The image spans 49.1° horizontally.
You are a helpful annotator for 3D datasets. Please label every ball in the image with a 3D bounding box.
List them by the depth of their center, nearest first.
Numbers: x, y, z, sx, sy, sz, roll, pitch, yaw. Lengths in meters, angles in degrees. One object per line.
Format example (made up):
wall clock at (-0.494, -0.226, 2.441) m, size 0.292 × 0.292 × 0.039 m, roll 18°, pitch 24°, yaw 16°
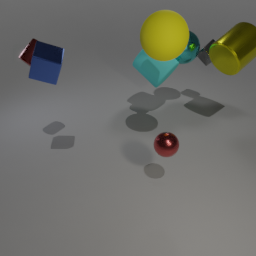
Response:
ball at (1.051, 0.453, 7.675) m, size 0.700 × 0.700 × 0.700 m, roll 0°, pitch 31°, yaw 0°
ball at (1.041, -2.637, 8.047) m, size 1.400 × 1.400 × 1.400 m, roll 0°, pitch 31°, yaw 0°
ball at (2.340, -3.424, 11.873) m, size 1.400 × 1.400 × 1.400 m, roll 0°, pitch 31°, yaw 0°

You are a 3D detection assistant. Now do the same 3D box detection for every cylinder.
cylinder at (-2.666, -2.103, 8.139) m, size 0.700 × 0.700 × 0.700 m, roll 32°, pitch 86°, yaw 41°
cylinder at (3.959, -2.890, 10.265) m, size 1.400 × 1.400 × 1.400 m, roll -40°, pitch 44°, yaw -12°
cylinder at (1.148, -2.649, 11.643) m, size 1.400 × 1.400 × 1.400 m, roll 44°, pitch 42°, yaw 3°

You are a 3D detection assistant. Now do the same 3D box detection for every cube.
cube at (-2.061, -1.641, 7.092) m, size 0.700 × 0.700 × 0.700 m, roll 13°, pitch 46°, yaw -19°
cube at (3.525, -3.249, 12.106) m, size 0.700 × 0.700 × 0.700 m, roll -43°, pitch 3°, yaw -15°
